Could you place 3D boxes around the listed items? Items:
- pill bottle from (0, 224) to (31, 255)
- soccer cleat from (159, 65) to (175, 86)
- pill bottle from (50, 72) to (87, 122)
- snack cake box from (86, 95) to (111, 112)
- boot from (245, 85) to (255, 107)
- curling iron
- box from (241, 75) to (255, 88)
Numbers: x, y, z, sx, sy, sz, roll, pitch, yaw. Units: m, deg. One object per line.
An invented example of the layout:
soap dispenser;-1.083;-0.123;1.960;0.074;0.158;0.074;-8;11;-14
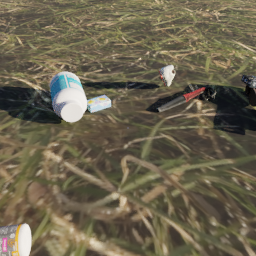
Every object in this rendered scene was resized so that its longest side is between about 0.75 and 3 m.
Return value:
pill bottle;-2.511;2.245;5.413;1.123;0.653;0.653;-5;35;-6
soccer cleat;1.572;-1.995;10.818;0.582;1.501;0.520;-26;78;8
pill bottle;-2.068;-1.050;9.696;1.138;1.138;2.055;-9;37;-13
snack cake box;-1.089;-0.887;10.195;0.823;0.277;0.474;-20;39;-26
boot;5.441;-1.172;10.406;1.795;0.576;1.673;9;35;6
curling iron;2.210;-1.068;10.397;2.674;0.342;0.663;-17;39;-23
box;5.023;-1.700;10.562;1.183;0.258;0.948;8;24;-1
